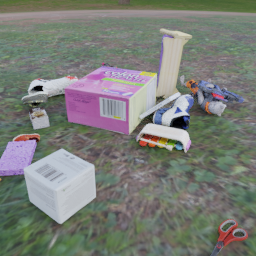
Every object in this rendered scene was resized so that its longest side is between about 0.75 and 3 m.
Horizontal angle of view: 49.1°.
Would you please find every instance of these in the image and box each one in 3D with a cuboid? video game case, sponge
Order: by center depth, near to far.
[{"bbox_3d":[-3.351,0.874,8.492,0.861,0.230,1.544,-3,29,-6],"label":"sponge"},{"bbox_3d":[1.221,-0.861,10.587,1.355,0.171,1.487,-31,0,27],"label":"video game case"}]

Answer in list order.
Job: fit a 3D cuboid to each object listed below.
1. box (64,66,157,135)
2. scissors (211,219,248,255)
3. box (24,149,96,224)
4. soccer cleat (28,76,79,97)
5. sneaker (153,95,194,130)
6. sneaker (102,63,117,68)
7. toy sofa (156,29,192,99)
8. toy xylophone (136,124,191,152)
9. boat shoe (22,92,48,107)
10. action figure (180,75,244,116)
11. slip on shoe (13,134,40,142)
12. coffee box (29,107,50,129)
[{"bbox_3d":[-0.540,-1.238,11.089,2.596,1.427,2.952,12,31,21],"label":"box"},{"bbox_3d":[1.896,2.409,5.865,1.554,0.108,0.568,-21,37,-31],"label":"scissors"},{"bbox_3d":[-1.606,1.351,6.765,1.214,1.045,1.220,21,33,33],"label":"box"},{"bbox_3d":[-3.354,-1.834,12.896,2.546,0.874,1.085,2,37,10],"label":"soccer cleat"},{"bbox_3d":[1.983,-0.457,10.481,1.971,0.796,1.138,-31,45,-33],"label":"sneaker"},{"bbox_3d":[-1.119,-3.614,16.539,0.976,0.365,0.394,9,30,15],"label":"sneaker"},{"bbox_3d":[1.721,-2.858,12.554,1.411,2.892,1.198,-8,30,-24],"label":"toy sofa"},{"bbox_3d":[1.097,0.363,9.184,1.829,0.459,1.339,16,33,27],"label":"toy xylophone"},{"bbox_3d":[-3.830,-1.115,11.462,1.509,0.451,0.539,-11,-7,36],"label":"boat shoe"},{"bbox_3d":[3.531,-1.299,11.913,2.537,1.327,2.454,16,31,-22],"label":"action figure"},{"bbox_3d":[-3.369,0.387,9.326,0.874,0.324,0.267,-8,34,-23],"label":"slip on shoe"},{"bbox_3d":[-3.377,-0.386,10.607,0.576,0.407,1.019,-13,31,-22],"label":"coffee box"}]
